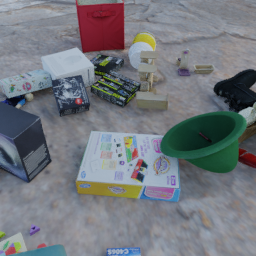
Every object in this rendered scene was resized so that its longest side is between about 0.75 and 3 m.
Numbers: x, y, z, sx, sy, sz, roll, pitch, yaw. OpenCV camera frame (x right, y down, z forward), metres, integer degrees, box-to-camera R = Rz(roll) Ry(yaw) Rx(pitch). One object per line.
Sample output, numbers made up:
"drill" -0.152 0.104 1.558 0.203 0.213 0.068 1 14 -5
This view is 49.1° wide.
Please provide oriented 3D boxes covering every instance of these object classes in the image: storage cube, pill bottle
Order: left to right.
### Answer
"storage cube" -1.560 -6.011 15.713 2.450 2.577 2.866 -8 40 -9
"pill bottle" 0.722 -3.924 14.240 1.264 1.264 2.256 6 40 7

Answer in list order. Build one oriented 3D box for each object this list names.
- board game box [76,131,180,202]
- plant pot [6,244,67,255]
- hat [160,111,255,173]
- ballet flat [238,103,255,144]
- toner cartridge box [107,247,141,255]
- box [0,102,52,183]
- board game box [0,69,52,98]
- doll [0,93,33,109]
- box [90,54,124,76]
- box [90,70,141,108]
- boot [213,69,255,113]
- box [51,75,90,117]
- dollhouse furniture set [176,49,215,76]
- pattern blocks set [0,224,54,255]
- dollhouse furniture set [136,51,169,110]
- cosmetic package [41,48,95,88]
"board game box" 0.085 1.102 8.769 2.952 0.595 2.259 4 40 5
"plant pot" -1.839 3.912 4.428 2.083 2.084 2.949 -9 46 -10
"hat" 2.803 1.163 8.600 2.991 2.633 2.477 -4 30 46
"ballet flat" 4.488 -0.332 10.111 2.864 1.036 0.971 -22 34 -24
"toner cartridge box" -0.106 3.100 6.725 0.821 0.177 0.390 -2 40 -2
"box" -3.575 0.400 8.611 1.895 1.880 1.168 19 43 22
"board game box" -4.434 -1.959 12.155 1.894 0.609 1.397 -21 27 -25
"doll" -4.731 -1.050 11.461 1.768 0.428 1.206 -22 34 -31
"box" -1.193 -3.120 13.981 1.514 0.372 1.568 15 43 21
"box" -0.490 -1.741 12.165 1.686 0.401 1.628 26 48 15
"boot" 4.979 -1.502 11.676 2.338 0.865 1.915 -21 42 -13
"box" -2.267 -1.279 11.102 1.219 0.697 1.339 -15 73 -15
"dollhouse furniture set" 3.327 -3.423 13.663 1.742 1.237 1.380 -1 40 -1
"pattern blocks set" -2.945 3.120 6.652 1.819 0.168 2.070 29 49 34
"dollhouse furniture set" 1.093 -1.829 11.445 1.279 1.806 1.966 5 68 8
"cosmetic package" -2.705 -2.568 12.659 1.782 1.096 1.777 -21 50 -24
